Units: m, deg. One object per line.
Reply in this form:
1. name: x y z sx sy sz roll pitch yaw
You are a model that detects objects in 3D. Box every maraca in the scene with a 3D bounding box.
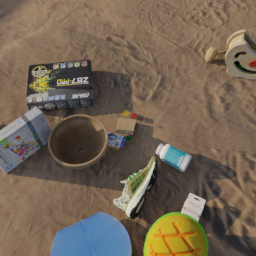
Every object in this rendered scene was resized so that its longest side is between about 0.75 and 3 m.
1. maraca: 1.108 3.312 7.118 1.582 1.234 2.307 22 85 20

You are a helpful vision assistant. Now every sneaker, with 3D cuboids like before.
1. sneaker: 0.239 1.623 8.455 0.929 0.806 2.096 20 57 21

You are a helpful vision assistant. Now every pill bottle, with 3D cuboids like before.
1. pill bottle: 1.442 0.904 8.972 1.072 0.594 0.594 28 61 16

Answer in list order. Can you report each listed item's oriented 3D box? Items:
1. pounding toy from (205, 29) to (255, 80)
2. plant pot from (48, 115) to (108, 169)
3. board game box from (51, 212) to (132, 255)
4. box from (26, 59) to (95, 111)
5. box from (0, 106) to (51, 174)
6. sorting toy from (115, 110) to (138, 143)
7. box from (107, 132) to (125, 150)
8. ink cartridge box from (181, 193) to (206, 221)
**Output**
1. pounding toy: 4.636 -3.077 10.898 2.921 1.670 1.676 11 58 7
2. plant pot: -1.540 0.554 9.037 1.871 0.864 1.871 0 58 1
3. board game box: -0.984 3.322 7.554 2.121 0.413 1.676 -21 55 -18
4. box: -2.534 -1.627 10.605 2.411 0.592 1.943 -5 60 -4
5. box: -3.352 0.385 8.773 1.916 1.494 0.395 -39 64 -23
6. sorting toy: -0.062 -0.055 9.802 0.619 0.217 1.285 10 56 9
7. box: -0.534 0.431 9.535 0.856 0.178 0.510 16 59 7
8. ink cartridge box: 1.837 2.416 8.095 0.525 0.307 0.905 24 70 14
